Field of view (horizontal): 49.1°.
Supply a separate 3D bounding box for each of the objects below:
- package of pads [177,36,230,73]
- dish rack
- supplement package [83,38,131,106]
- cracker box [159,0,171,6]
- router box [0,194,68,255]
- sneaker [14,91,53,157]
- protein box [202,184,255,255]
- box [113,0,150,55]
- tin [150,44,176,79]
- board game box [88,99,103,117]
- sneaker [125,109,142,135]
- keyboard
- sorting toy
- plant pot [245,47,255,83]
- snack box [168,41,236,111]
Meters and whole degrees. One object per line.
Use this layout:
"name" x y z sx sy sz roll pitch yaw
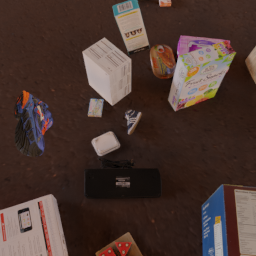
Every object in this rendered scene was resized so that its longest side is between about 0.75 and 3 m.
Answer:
"package of pads" 3.316 -3.247 12.347 2.288 0.866 1.378 8 61 4
"dish rack" -0.848 0.553 10.614 0.933 0.203 0.800 -25 64 -12
"supplement package" -0.782 -2.184 11.100 1.108 1.999 1.557 -39 68 -19
"cracker box" 1.926 -6.746 14.665 0.570 0.245 0.851 -2 61 -1
"router box" -3.193 3.726 8.555 2.451 0.667 2.731 -16 62 -9
"sneaker" -2.820 -0.187 8.695 1.101 1.058 2.808 16 32 -33
"protein box" 3.182 3.192 7.812 1.686 2.481 2.499 5 61 3
"box" 0.169 -3.592 10.176 0.874 2.125 0.522 -15 65 8
"tin" 1.539 -2.973 12.502 1.034 0.387 1.847 -3 61 -6
"board game box" -1.310 -0.827 11.416 0.531 0.135 0.790 4 61 2
"sneaker" 0.066 -0.264 10.947 0.603 0.390 1.112 24 57 8
"keyboard" -0.176 1.762 9.903 2.695 0.534 1.403 0 84 -1
"sorting toy" -0.180 4.032 8.525 1.233 0.432 1.240 -28 64 -15
"plant pot" 6.322 -2.454 11.329 2.150 2.147 1.903 0 72 0
"snack box" 2.643 -1.848 10.525 1.905 2.678 0.709 -21 64 -12
